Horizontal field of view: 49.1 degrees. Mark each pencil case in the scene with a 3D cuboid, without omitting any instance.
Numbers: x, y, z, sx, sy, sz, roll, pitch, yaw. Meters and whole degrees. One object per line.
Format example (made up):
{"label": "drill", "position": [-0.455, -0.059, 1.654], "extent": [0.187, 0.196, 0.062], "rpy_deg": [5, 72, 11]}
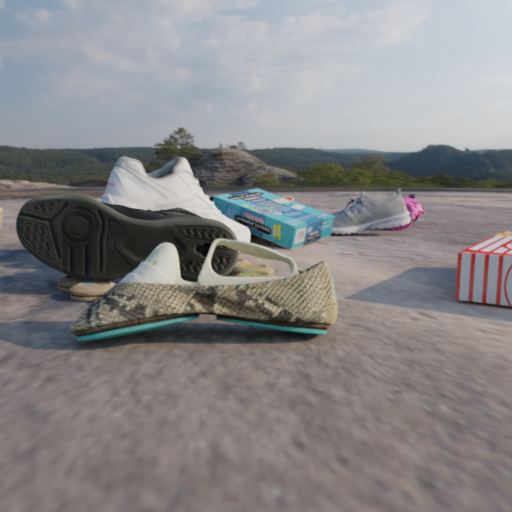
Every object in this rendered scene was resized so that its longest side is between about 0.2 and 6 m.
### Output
{"label": "pencil case", "position": [4.075, -1.193, 15.459], "extent": [0.956, 0.926, 2.040], "rpy_deg": [12, 15, 20]}

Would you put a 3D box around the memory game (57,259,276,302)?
{"label": "memory game", "position": [-1.234, 0.293, 8.084], "extent": [3.135, 0.200, 3.135], "rpy_deg": [0, 9, 0]}

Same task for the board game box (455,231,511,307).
{"label": "board game box", "position": [4.072, 0.172, 7.359], "extent": [2.119, 0.648, 2.797], "rpy_deg": [6, 11, 33]}

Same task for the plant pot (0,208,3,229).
{"label": "plant pot", "position": [-6.525, -0.854, 13.142], "extent": [0.994, 1.085, 1.085], "rpy_deg": [8, 6, -20]}

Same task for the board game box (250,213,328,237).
{"label": "board game box", "position": [-0.618, -1.052, 15.638], "extent": [2.548, 0.571, 4.863], "rpy_deg": [-11, 14, -41]}

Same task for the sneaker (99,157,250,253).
{"label": "sneaker", "position": [-1.277, -0.954, 10.353], "extent": [3.176, 1.578, 1.237], "rpy_deg": [16, 0, -39]}

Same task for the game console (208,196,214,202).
{"label": "game console", "position": [-1.196, -0.945, 13.249], "extent": [0.976, 1.475, 1.677], "rpy_deg": [34, 25, 27]}

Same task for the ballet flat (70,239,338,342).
{"label": "ballet flat", "position": [-0.479, 0.316, 5.433], "extent": [2.538, 0.956, 0.861], "rpy_deg": [-1, -5, -4]}

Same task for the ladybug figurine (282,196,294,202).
{"label": "ladybug figurine", "position": [0.773, -1.434, 15.359], "extent": [0.632, 0.429, 0.227], "rpy_deg": [-8, 47, -21]}

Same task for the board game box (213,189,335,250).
{"label": "board game box", "position": [0.369, -0.867, 12.398], "extent": [2.184, 0.512, 1.649], "rpy_deg": [23, 25, 31]}

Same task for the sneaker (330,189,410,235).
{"label": "sneaker", "position": [2.511, -1.085, 13.796], "extent": [2.401, 0.984, 0.897], "rpy_deg": [-8, 5, 6]}

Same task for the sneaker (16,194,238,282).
{"label": "sneaker", "position": [-1.774, -0.223, 7.957], "extent": [2.898, 1.108, 1.660], "rpy_deg": [5, 2, -10]}
